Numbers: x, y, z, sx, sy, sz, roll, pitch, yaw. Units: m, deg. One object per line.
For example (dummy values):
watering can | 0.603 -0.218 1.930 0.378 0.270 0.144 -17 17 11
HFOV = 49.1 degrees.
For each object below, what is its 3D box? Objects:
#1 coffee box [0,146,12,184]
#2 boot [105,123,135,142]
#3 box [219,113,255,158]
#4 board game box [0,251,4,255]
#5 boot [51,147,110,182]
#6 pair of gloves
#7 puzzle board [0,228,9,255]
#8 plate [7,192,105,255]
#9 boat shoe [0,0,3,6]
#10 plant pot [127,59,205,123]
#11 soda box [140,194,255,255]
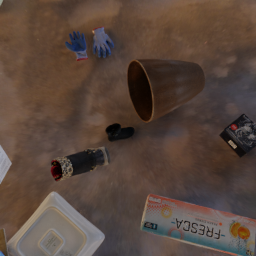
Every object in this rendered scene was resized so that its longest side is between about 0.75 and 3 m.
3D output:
coffee box | -3.228 0.727 4.006 1.959 1.940 1.962 20 62 1
boot | -0.205 0.083 7.813 0.841 0.706 0.321 -17 70 -7
box | 3.219 0.209 7.887 0.823 0.470 0.904 -36 73 -14
board game box | -3.005 3.970 6.057 1.475 0.896 1.851 -44 76 -5
boot | -0.983 0.686 5.251 0.938 1.246 0.456 -14 88 -34
pair of gloves | -1.275 -2.761 9.219 1.529 0.174 1.229 -14 68 -6
puzzle board | -3.541 3.117 6.859 1.262 0.110 0.951 -18 75 2
plate | -1.855 2.847 6.942 1.883 0.304 1.879 36 73 14
boat shoe | -4.863 -5.232 9.823 0.925 0.819 2.526 -3 69 -1
plant pot | 1.156 -1.218 7.926 1.863 1.741 1.741 -15 69 -17
soda box | 1.664 2.384 6.844 2.622 0.834 0.897 13 70 6
